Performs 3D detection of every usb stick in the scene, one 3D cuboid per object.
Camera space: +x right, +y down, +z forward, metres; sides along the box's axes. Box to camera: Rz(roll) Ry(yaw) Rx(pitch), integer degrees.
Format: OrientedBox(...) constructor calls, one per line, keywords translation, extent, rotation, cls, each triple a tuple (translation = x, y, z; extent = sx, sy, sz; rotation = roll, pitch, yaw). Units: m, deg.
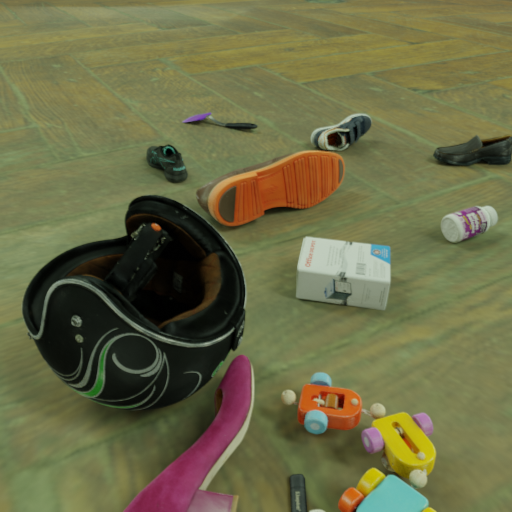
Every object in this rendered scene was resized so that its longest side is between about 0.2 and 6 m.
OrientedBox(translation=(0.436, 2.518, 5.749), extent=(0.168, 0.099, 0.605), rotation=(1, 34, 0), cls="usb stick")

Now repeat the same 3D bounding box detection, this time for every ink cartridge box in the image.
OrientedBox(translation=(1.356, 0.246, 8.692), extent=(1.367, 0.587, 1.001), rotation=(6, 34, 9), cls="ink cartridge box")

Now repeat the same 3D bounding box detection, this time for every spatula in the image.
OrientedBox(translation=(-0.916, -3.499, 14.619), extent=(2.127, 0.219, 0.601), rotation=(15, 37, 22), cls="spatula")

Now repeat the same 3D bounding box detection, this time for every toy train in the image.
OrientedBox(translation=(1.025, 2.206, 5.821), extent=(1.657, 0.613, 2.205), rotation=(3, 31, 6), cls="toy train")

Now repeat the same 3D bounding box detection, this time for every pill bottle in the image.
OrientedBox(translation=(3.807, -0.591, 9.968), extent=(0.912, 0.512, 0.512), rotation=(-18, 38, -18), cls="pill bottle")

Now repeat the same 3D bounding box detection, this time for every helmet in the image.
OrientedBox(translation=(-1.433, 0.659, 6.584), extent=(2.374, 2.263, 2.374), rotation=(20, 50, -25), cls="helmet")

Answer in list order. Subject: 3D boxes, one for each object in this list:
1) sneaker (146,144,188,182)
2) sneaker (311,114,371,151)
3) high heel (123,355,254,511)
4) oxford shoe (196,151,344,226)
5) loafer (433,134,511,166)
OrientedBox(translation=(-1.955, -2.185, 12.296), extent=(0.611, 0.643, 1.621), rotation=(-22, 38, -26), cls="sneaker")
OrientedBox(translation=(2.154, -2.894, 13.364), extent=(1.613, 0.633, 0.640), rotation=(-23, 34, -13), cls="sneaker")
OrientedBox(translation=(-0.656, 1.936, 6.042), extent=(1.092, 0.767, 2.277), rotation=(12, 47, -1), cls="high heel")
OrientedBox(translation=(0.317, -1.483, 10.874), extent=(3.141, 1.120, 1.145), rotation=(-16, 27, -28), cls="oxford shoe")
OrientedBox(translation=(4.905, -2.439, 12.653), extent=(1.777, 0.642, 0.647), rotation=(-4, 35, -4), cls="loafer")
